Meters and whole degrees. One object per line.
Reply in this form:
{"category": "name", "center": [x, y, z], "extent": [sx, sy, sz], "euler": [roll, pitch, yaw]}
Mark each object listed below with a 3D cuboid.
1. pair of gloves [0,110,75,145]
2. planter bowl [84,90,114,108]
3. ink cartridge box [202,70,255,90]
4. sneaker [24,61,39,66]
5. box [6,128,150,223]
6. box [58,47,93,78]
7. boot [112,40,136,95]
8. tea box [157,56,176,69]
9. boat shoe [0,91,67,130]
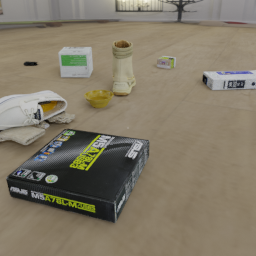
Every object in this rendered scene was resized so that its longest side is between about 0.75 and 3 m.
{"category": "pair of gloves", "center": [-3.043, -0.133, 8.427], "extent": [2.132, 0.440, 2.507], "euler": [7, 26, 20]}
{"category": "planter bowl", "center": [-1.052, -1.008, 10.193], "extent": [1.066, 0.444, 1.066], "euler": [1, 27, 0]}
{"category": "ink cartridge box", "center": [4.847, -2.153, 12.480], "extent": [2.724, 0.534, 1.354], "euler": [-3, 26, -3]}
{"category": "sneaker", "center": [-5.461, -3.653, 15.880], "extent": [0.812, 0.244, 0.424], "euler": [-15, 25, -35]}
{"category": "box", "center": [-0.929, 0.850, 6.229], "extent": [2.338, 0.575, 2.421], "euler": [6, 27, 19]}
{"category": "box", "center": [-2.567, -3.289, 13.961], "extent": [1.455, 1.252, 1.462], "euler": [0, 28, 0]}
{"category": "boot", "center": [-0.180, -2.711, 11.882], "extent": [0.951, 2.031, 2.613], "euler": [4, 26, 7]}
{"category": "tea box", "center": [2.119, -3.612, 15.466], "extent": [0.790, 0.528, 0.777], "euler": [15, 30, 29]}
{"category": "boat shoe", "center": [-2.721, -0.460, 7.795], "extent": [0.834, 0.847, 2.390], "euler": [22, 28, 31]}
